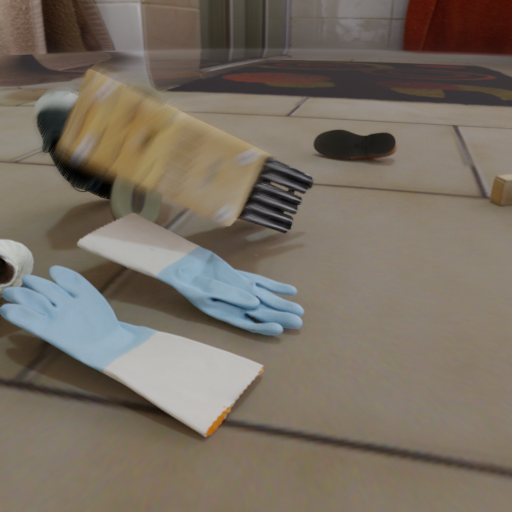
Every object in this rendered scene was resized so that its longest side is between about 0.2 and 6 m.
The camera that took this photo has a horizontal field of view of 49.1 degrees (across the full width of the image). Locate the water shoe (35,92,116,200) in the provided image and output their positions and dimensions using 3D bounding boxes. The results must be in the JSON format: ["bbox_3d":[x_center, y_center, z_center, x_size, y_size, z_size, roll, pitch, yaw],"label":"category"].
[{"bbox_3d":[-3.434,-1.743,11.138,1.190,3.330,1.314,-11,64,6],"label":"water shoe"}]

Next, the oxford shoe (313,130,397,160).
[{"bbox_3d":[2.801,-3.046,15.885,2.373,0.846,0.846,9,-3,23],"label":"oxford shoe"}]

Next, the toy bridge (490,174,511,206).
[{"bbox_3d":[6.690,-0.706,10.696,1.589,0.643,4.728,-6,24,-16],"label":"toy bridge"}]

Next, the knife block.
[{"bbox_3d":[-0.933,-1.660,9.960,3.978,1.273,3.492,25,9,-3],"label":"knife block"}]

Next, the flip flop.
[{"bbox_3d":[-2.231,-2.018,11.069,1.271,3.135,0.902,12,-21,-23],"label":"flip flop"}]

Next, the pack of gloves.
[{"bbox_3d":[-1.364,0.826,7.876,3.700,0.730,3.109,24,34,21],"label":"pack of gloves"}]

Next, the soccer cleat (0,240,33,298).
[{"bbox_3d":[-3.727,0.225,7.929,1.025,0.916,2.643,3,1,6],"label":"soccer cleat"}]
